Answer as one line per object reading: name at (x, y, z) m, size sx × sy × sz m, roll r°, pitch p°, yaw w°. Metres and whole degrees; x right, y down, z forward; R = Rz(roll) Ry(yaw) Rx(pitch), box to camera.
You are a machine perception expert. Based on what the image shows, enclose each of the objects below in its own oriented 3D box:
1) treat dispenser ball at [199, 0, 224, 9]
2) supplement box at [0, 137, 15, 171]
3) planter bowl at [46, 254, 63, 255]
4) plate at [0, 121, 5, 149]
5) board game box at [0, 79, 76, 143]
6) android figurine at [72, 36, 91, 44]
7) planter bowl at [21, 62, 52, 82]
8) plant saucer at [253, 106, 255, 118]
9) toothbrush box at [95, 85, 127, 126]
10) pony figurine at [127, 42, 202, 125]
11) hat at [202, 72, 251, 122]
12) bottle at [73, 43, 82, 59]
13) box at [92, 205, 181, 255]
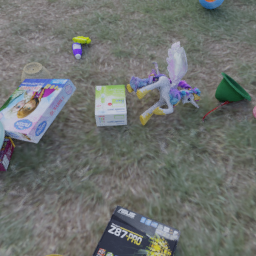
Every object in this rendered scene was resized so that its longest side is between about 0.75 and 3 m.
treat dispenser ball at (5.306, -8.441, 17.720) m, size 1.658 × 1.658 × 1.658 m, roll 0°, pitch 49°, yaw 0°
supplement box at (-4.765, 0.947, 10.324) m, size 0.769 × 0.606 × 1.175 m, roll 0°, pitch 49°, yaw 1°
planter bowl at (-2.035, 4.242, 7.493) m, size 1.479 × 0.616 × 1.479 m, roll 1°, pitch 50°, yaw -1°
plate at (-5.615, 0.639, 10.152) m, size 2.544 × 0.325 × 2.544 m, roll -12°, pitch 57°, yaw 19°
board game box at (-3.833, -0.812, 11.023) m, size 2.764 × 0.569 × 2.757 m, roll 6°, pitch 55°, yaw 33°
android figurine at (-2.550, -4.820, 15.352) m, size 0.985 × 0.222 × 1.083 m, roll 13°, pitch 32°, yaw 10°
planter bowl at (-4.307, -2.420, 13.003) m, size 1.412 × 0.950 × 1.412 m, roll 0°, pitch 50°, yaw 0°
plant saucer at (5.962, -0.648, 11.906) m, size 1.181 × 0.299 × 1.181 m, roll 0°, pitch 50°, yaw 1°
toothbrush box at (-0.722, -0.975, 11.887) m, size 1.275 × 0.754 × 1.751 m, roll -2°, pitch 51°, yaw -1°
pony figurine at (1.541, -1.806, 11.930) m, size 2.947 × 2.454 × 2.845 m, roll -20°, pitch 84°, yaw -21°
hat at (4.130, -1.271, 12.512) m, size 2.072 × 1.824 × 1.716 m, roll 15°, pitch 37°, yaw -41°
bottle at (-2.671, -4.065, 14.796) m, size 0.463 × 0.362 × 1.109 m, roll -8°, pitch 50°, yaw -9°
box at (0.276, 3.463, 8.206) m, size 2.118 × 0.520 × 1.707 m, roll 18°, pitch 52°, yaw 17°
